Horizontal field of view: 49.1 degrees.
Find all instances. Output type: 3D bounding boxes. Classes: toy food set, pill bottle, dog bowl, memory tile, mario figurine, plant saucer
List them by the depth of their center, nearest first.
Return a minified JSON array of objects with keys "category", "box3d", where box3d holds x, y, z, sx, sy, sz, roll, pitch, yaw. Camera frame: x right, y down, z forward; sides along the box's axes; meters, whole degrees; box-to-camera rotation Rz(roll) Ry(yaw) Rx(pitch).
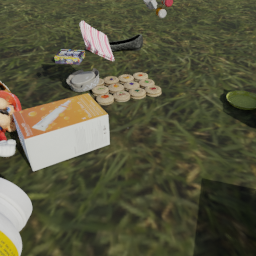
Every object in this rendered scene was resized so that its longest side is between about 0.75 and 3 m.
[{"category":"pill bottle","box3d":[-2.466,2.013,3.827,1.526,1.526,2.714,7,37,9]},{"category":"toy food set","box3d":[0.498,-2.270,4.745,0.440,0.922,0.415,-37,41,8]},{"category":"mario figurine","box3d":[-3.452,-0.117,6.764,1.376,1.602,2.595,-13,36,24]},{"category":"plant saucer","box3d":[3.691,-0.865,8.937,1.087,0.169,1.087,0,36,0]},{"category":"memory tile","box3d":[-0.143,-1.428,9.690,2.262,0.190,1.733,-12,38,-15]},{"category":"dog bowl","box3d":[-1.523,-1.649,9.696,1.153,0.338,1.153,-10,38,8]}]

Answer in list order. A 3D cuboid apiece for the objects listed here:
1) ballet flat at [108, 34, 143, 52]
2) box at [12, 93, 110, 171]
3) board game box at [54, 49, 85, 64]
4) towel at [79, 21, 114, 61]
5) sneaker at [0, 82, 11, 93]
[{"category":"ballet flat","box3d":[-0.535,-3.804,12.516,2.445,0.694,0.812,-7,37,-10]},{"category":"box","box3d":[-1.635,0.030,7.010,2.012,0.981,1.252,-19,40,-24]},{"category":"board game box","box3d":[-2.428,-2.988,11.742,1.056,0.299,0.873,5,38,7]},{"category":"towel","box3d":[-0.845,-2.439,7.933,1.215,0.182,0.889,9,60,-56]},{"category":"sneaker","box3d":[-4.279,-1.243,8.854,2.118,0.897,0.771,24,44,31]}]
